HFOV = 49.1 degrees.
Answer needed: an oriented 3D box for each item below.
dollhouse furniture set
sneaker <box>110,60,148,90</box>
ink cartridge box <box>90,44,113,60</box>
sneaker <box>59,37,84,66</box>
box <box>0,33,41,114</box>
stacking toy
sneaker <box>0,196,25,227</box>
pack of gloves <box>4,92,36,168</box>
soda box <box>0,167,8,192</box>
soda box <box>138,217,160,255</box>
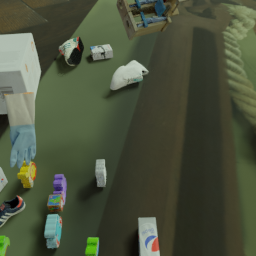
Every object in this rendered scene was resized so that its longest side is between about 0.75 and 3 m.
[{"bbox_3d":[0.558,-3.246,7.185,1.140,1.618,1.134,-20,87,-17],"label":"dollhouse furniture set"},{"bbox_3d":[0.108,-1.985,10.834,0.878,0.746,1.983,31,48,15],"label":"sneaker"},{"bbox_3d":[-1.190,-3.415,12.609,0.904,0.381,0.654,-12,43,-13],"label":"ink cartridge box"},{"bbox_3d":[-2.601,-3.308,12.374,0.973,0.733,2.081,-10,41,13],"label":"sneaker"},{"bbox_3d":[-4.084,-2.005,10.033,1.332,1.700,2.733,-4,42,-5],"label":"box"},{"bbox_3d":[-1.668,1.922,6.520,2.165,0.675,2.871,-1,44,1],"label":"stacking toy"},{"bbox_3d":[-2.941,1.964,6.561,0.386,0.435,1.031,30,50,29],"label":"sneaker"},{"bbox_3d":[-2.123,0.101,4.593,1.151,1.370,0.270,-9,24,-35],"label":"pack of gloves"},{"bbox_3d":[-4.213,1.233,7.231,1.982,0.631,0.675,12,43,13],"label":"soda box"},{"bbox_3d":[0.438,2.550,5.912,0.398,0.428,1.255,-1,41,-1],"label":"soda box"}]
